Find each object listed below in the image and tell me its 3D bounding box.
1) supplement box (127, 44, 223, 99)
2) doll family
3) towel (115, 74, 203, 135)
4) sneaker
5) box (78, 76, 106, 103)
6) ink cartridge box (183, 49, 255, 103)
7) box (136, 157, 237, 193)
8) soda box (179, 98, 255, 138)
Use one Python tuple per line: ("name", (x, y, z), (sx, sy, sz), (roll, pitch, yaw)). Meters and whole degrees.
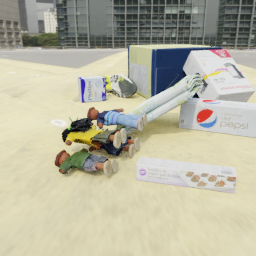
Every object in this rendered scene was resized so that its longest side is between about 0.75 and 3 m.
("supplement box", (1.820, -2.480, 11.964), (2.976, 1.998, 2.973), (-7, 20, -19))
("doll family", (-0.620, 0.147, 6.052), (1.489, 1.011, 2.576), (4, 14, 25))
("towel", (0.855, -0.666, 7.446), (2.232, 0.537, 1.910), (-30, 2, 28))
("sneaker", (-0.258, -1.929, 12.017), (1.061, 0.934, 2.508), (-12, 22, -32))
("box", (-1.379, -1.496, 10.775), (1.000, 0.920, 0.525), (-8, 21, -20))
("ink cartridge box", (3.131, -1.717, 9.808), (1.577, 0.915, 2.136), (-8, 55, -20))
("box", (0.999, 0.810, 4.930), (1.704, 0.330, 0.353), (5, 19, 14))
("soda box", (2.552, -0.314, 7.554), (2.225, 0.758, 0.708), (8, 20, 22))
